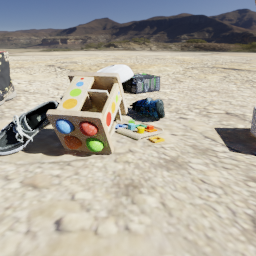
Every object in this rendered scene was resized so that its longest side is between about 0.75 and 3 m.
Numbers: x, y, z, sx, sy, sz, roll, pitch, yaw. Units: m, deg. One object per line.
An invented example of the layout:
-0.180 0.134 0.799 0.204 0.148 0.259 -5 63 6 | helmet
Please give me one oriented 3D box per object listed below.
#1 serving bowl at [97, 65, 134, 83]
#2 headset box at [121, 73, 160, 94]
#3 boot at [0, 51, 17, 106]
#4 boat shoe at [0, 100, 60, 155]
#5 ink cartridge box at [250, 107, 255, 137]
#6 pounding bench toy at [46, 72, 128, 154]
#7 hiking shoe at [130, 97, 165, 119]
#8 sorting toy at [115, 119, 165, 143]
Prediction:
-0.898 -2.445 13.107 2.246 0.739 2.246 -19 18 7 | serving bowl
0.627 -2.151 13.396 1.540 0.715 1.341 -12 22 -32 | headset box
-5.140 -1.886 10.657 0.944 1.943 2.580 2 19 7 | boot
-2.218 -0.008 6.081 1.777 0.656 0.607 -30 -3 -3 | boat shoe
3.923 0.060 6.707 1.310 0.760 1.809 1 19 4 | ink cartridge box
-0.806 -0.058 6.591 1.222 1.967 1.534 5 51 16 | pounding bench toy
0.646 -0.592 9.070 0.762 0.653 1.757 -13 12 -13 | hiking shoe
0.344 0.017 7.670 0.988 0.239 1.755 -16 25 -40 | sorting toy
